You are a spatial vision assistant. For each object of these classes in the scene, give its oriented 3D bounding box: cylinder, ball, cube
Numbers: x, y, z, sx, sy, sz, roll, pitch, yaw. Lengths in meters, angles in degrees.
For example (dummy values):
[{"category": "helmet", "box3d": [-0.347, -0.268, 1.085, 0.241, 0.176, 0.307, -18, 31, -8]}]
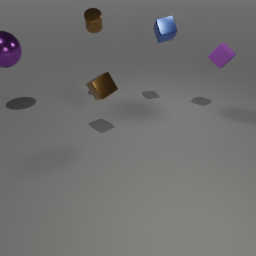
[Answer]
[{"category": "cylinder", "box3d": [-1.392, -4.333, 11.312, 0.700, 0.700, 0.700, 1, 69, -2]}, {"category": "ball", "box3d": [-4.868, -3.044, 10.875, 1.400, 1.400, 1.400, 0, 28, 0]}, {"category": "cube", "box3d": [3.824, -2.946, 11.390, 0.700, 0.700, 0.700, 48, 36, 7]}, {"category": "cube", "box3d": [1.488, -3.950, 11.258, 0.700, 0.700, 0.700, -15, -7, -6]}, {"category": "cube", "box3d": [-0.897, -1.424, 9.605, 0.700, 0.700, 0.700, -37, 18, -19]}]
